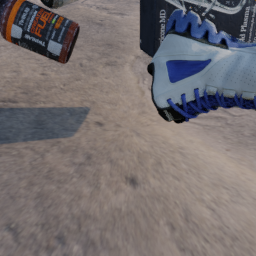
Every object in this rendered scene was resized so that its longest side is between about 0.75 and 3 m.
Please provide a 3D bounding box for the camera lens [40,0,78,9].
[{"bbox_3d":[-1.543,-4.284,7.372,2.150,1.720,1.720,-32,45,-20],"label":"camera lens"}]

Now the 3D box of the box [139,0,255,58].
[{"bbox_3d":[1.690,-3.148,6.584,2.637,2.683,1.663,-5,25,-7],"label":"box"}]

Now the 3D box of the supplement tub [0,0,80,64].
[{"bbox_3d":[-2.538,-2.679,7.535,2.265,1.211,1.211,20,34,-12],"label":"supplement tub"}]

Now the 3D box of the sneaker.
[{"bbox_3d":[1.362,-0.615,4.475,2.894,1.169,1.671,38,95,35],"label":"sneaker"}]
